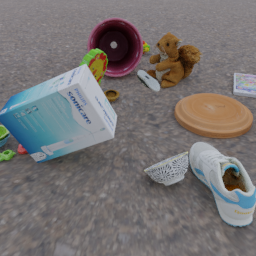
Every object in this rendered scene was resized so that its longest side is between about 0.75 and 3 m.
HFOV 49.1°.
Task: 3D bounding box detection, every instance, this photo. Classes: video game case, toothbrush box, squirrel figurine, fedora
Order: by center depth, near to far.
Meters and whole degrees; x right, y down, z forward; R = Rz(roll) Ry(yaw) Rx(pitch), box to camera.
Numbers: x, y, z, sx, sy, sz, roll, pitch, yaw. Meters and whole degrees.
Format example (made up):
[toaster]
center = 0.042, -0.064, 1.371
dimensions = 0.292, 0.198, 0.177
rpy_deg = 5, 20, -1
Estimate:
[toothbrush box]
center = -1.980, -0.336, 8.230
dimensions = 2.738, 2.004, 1.168
rpy_deg = -19, 34, 19
[fedora]
center = -0.728, -1.375, 12.204
dimensions = 0.777, 0.317, 0.777
rpy_deg = 1, 39, -1
[video game case]
center = 5.824, -2.020, 13.247
dimensions = 1.567, 0.197, 2.189
rpy_deg = 10, 36, 14
[squirrel figurine]
center = 2.212, -3.389, 13.395
dimensions = 2.435, 2.272, 1.723
rpy_deg = -11, 36, -15

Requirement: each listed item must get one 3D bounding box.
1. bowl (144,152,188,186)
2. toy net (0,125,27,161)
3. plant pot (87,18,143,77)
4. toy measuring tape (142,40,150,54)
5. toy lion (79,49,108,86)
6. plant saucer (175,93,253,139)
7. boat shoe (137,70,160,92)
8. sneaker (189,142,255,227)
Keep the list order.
[bowl]
center = 1.190, 1.225, 7.939
dimensions = 1.358, 1.358, 0.637
rpy_deg = -20, 83, -26
[toy net]
center = -3.482, 0.065, 9.888
dimensions = 1.531, 0.564, 2.919
rpy_deg = 27, 43, 34
[plant pot]
center = -0.696, -4.182, 14.507
dimensions = 2.755, 2.755, 2.466
rpy_deg = -3, 18, -4
[toy measuring tape]
center = 0.603, -5.100, 17.260
dimensions = 0.809, 0.809, 2.199
rpy_deg = -15, 37, -21
[toy lion]
center = -1.389, -1.772, 10.137
dimensions = 0.695, 2.024, 1.940
rpy_deg = 30, 65, 16
[plant saucer]
center = 3.341, -0.636, 10.996
dimensions = 2.967, 0.479, 2.967
rpy_deg = 1, 35, 0
[boat shoe]
center = 0.815, -1.818, 11.146
dimensions = 0.418, 0.376, 1.182
rpy_deg = -33, 68, -24
[sneaker]
center = 2.588, 1.186, 7.731
dimensions = 1.103, 1.165, 2.883
rpy_deg = -9, 35, -10
